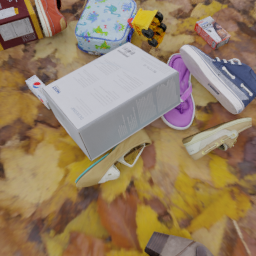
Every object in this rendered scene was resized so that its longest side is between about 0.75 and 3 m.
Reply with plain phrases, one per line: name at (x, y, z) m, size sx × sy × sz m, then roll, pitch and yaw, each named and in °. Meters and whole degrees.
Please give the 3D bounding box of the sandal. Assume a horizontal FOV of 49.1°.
sandal at (1.409, -1.224, 8.145) m, size 1.106 × 0.668 × 2.718 m, roll 4°, pitch 60°, yaw 2°

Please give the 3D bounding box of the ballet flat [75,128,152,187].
ballet flat at (-0.273, 0.826, 6.995) m, size 0.719 × 0.782 × 2.280 m, roll 44°, pitch 70°, yaw 9°

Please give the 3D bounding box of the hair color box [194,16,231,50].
hair color box at (2.832, -3.219, 9.443) m, size 0.618 × 0.356 × 1.113 m, roll -28°, pitch 66°, yaw -15°

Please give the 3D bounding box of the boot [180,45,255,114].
boot at (2.662, -1.643, 8.017) m, size 1.120 × 0.902 × 2.479 m, roll -40°, pitch 87°, yaw -3°

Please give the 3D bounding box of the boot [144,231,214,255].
boot at (0.869, 3.300, 5.522) m, size 1.771 × 0.851 × 2.423 m, roll 27°, pitch 62°, yaw 16°

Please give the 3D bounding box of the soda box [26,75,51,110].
soda box at (-2.524, -1.055, 8.229) m, size 0.348 × 0.372 × 1.094 m, roll -38°, pitch 67°, yaw -19°

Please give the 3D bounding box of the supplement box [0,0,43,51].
supplement box at (-3.860, -3.633, 9.285) m, size 1.530 × 1.016 × 1.509 m, roll -21°, pitch 63°, yaw -11°

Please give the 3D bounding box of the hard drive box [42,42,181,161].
hard drive box at (-0.434, -0.848, 7.352) m, size 2.853 × 1.096 × 2.224 m, roll -31°, pitch 47°, yaw -17°

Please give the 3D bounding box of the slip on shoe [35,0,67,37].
slip on shoe at (-2.748, -4.295, 9.644) m, size 0.865 × 1.047 × 2.826 m, roll -17°, pitch 63°, yaw -11°

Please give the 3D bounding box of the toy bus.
toy bus at (0.525, -3.023, 8.429) m, size 1.045 × 1.088 × 0.739 m, roll 23°, pitch 81°, yaw 28°

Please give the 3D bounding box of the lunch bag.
lunch bag at (-0.642, -3.350, 9.186) m, size 1.753 × 0.899 × 2.181 m, roll 11°, pitch 61°, yaw 9°

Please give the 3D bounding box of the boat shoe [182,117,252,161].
boat shoe at (2.414, 0.268, 7.364) m, size 2.063 × 0.764 × 0.685 m, roll -19°, pitch 86°, yaw -13°
